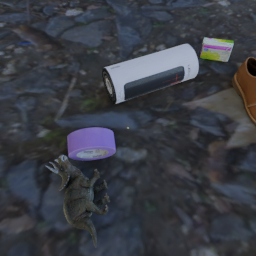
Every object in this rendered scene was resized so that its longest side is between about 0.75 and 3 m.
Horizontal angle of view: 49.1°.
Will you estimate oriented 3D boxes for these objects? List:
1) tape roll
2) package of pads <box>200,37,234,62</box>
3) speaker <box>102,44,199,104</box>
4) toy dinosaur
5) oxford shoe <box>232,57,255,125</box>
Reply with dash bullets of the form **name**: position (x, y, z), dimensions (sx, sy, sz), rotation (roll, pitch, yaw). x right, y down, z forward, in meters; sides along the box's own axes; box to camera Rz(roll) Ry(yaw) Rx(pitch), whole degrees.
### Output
- **tape roll**: position (-0.810, 0.376, 6.234), dimensions (1.042, 1.042, 0.443), rotation (-6, 69, -4)
- **package of pads**: position (2.729, -2.410, 8.672), dimensions (0.889, 0.687, 0.303), rotation (11, 63, 11)
- **speaker**: position (0.638, -1.535, 7.788), dimensions (2.552, 1.036, 1.036), rotation (-19, 55, -15)
- **toy dinosaur**: position (-0.947, 1.501, 5.789), dimensions (1.037, 0.780, 2.027), rotation (-20, 60, 4)
- **oxford shoe**: position (3.607, -0.792, 7.295), dimensions (0.956, 0.955, 2.680), rotation (-13, 56, -11)
